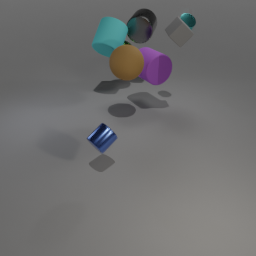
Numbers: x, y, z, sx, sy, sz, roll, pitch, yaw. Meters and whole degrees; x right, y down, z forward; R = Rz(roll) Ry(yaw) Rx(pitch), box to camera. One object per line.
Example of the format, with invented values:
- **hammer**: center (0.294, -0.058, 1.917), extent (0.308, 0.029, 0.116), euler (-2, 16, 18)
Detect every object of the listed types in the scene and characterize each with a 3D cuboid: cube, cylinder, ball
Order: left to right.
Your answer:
- **cylinder**: center (-0.805, 0.321, 8.734), extent (0.700, 0.700, 0.700), euler (-46, 46, -12)
- **cylinder**: center (-0.865, -4.324, 13.444), extent (1.400, 1.400, 1.400), euler (18, -9, 3)
- **ball**: center (-0.335, -3.934, 14.863), extent (1.400, 1.400, 1.400), euler (0, 30, 0)
- **ball**: center (-0.053, -2.613, 11.217), extent (1.400, 1.400, 1.400), euler (0, 30, 0)
- **cylinder**: center (0.726, -5.336, 14.629), extent (1.400, 1.400, 1.400), euler (7, 38, 12)
- **cylinder**: center (1.064, -2.841, 12.829), extent (1.400, 1.400, 1.400), euler (-16, 35, -25)
- **cube**: center (1.952, -3.670, 10.696), extent (0.700, 0.700, 0.700), euler (31, 29, -33)
- **cylinder**: center (2.406, -4.336, 11.834), extent (0.700, 0.700, 0.700), euler (4, 71, -12)
